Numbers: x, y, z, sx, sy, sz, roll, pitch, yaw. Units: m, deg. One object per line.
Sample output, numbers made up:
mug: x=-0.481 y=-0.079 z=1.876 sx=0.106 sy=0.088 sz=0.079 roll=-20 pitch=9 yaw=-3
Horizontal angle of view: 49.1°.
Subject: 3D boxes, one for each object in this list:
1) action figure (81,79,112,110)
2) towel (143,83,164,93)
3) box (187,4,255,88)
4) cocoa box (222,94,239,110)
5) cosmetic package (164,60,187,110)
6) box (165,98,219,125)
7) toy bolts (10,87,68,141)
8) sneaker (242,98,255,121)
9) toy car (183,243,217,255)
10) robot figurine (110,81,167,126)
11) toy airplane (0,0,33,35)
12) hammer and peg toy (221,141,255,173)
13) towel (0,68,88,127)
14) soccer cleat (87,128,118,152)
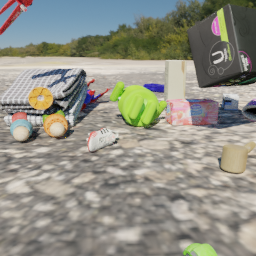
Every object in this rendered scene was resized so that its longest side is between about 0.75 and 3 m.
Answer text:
action figure: x=-1.530 y=-1.515 z=11.815 sx=1.273 sy=0.839 sz=2.571 roll=-37 pitch=9 yaw=12
towel: x=1.885 y=-2.372 z=16.267 sx=1.807 sy=0.448 sz=1.334 roll=12 pitch=20 yaw=38
box: x=2.776 y=-1.922 z=6.937 sx=2.115 sy=1.571 sz=1.315 roll=-8 pitch=-5 yaw=-32
cocoa box: x=4.114 y=-1.053 z=11.267 sx=0.551 sy=0.542 sz=0.826 roll=3 pitch=16 yaw=12
cosmetic package: x=1.785 y=-1.614 z=10.704 sx=0.679 sy=1.909 sz=1.004 roll=0 pitch=15 yaw=-1
box: x=2.037 y=-0.533 z=9.018 sx=1.520 sy=0.719 sz=0.780 roll=-2 pitch=15 yaw=-8
toy bolts: x=-2.387 y=-0.243 z=7.259 sx=1.431 sy=1.367 sz=0.993 roll=-22 pitch=27 yaw=-11
sneaker: x=4.926 y=-0.526 z=8.979 sx=2.413 sy=0.875 sz=1.376 roll=1 pitch=15 yaw=44
toy car: x=0.900 y=1.428 z=2.766 sx=1.049 sy=0.234 sz=0.987 roll=-7 pitch=17 yaw=-24
robot figurine: x=0.298 y=-0.741 z=8.933 sx=1.774 sy=1.170 sz=2.022 roll=19 pitch=11 yaw=-13
toy airplane: x=-2.629 y=-3.155 z=6.951 sx=2.380 sy=0.438 sz=2.380 roll=-33 pitch=32 yaw=24
hammer and peg toy: x=3.343 y=0.327 z=5.313 sx=2.859 sy=1.008 sz=2.103 roll=6 pitch=17 yaw=22
towel: x=-2.698 y=-1.176 z=9.334 sx=2.280 sy=1.178 sz=2.754 roll=1 pitch=32 yaw=5
soccer cleat: x=-0.598 y=0.263 z=6.726 sx=0.531 sy=0.427 sz=1.246 roll=5 pitch=13 yaw=14
